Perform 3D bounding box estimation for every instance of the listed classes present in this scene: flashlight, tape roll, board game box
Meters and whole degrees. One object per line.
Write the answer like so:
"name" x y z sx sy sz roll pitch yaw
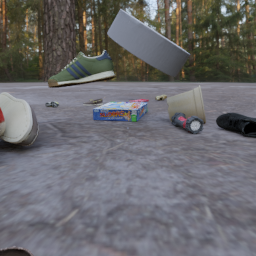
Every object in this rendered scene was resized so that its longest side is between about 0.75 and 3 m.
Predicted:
"flashlight" 1.799 -0.215 8.644 0.518 0.520 1.530 -4 13 -8
"tape roll" 0.602 -2.414 8.014 2.345 0.775 2.345 30 19 -11
"board game box" -0.204 -0.700 11.224 1.691 0.431 2.498 2 12 11

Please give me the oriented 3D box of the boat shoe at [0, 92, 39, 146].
"boat shoe" -2.830 -0.169 7.228 2.828 1.016 0.842 27 -15 49

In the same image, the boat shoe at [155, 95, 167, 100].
"boat shoe" 2.106 -1.821 17.221 0.912 0.327 0.347 -17 33 -34

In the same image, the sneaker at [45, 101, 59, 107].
"sneaker" -3.740 -1.191 14.015 0.764 0.298 0.345 5 10 25

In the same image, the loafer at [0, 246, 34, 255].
"loafer" -0.809 1.178 1.608 0.611 0.594 1.674 -2 12 -11

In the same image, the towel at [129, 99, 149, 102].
"towel" 0.644 -1.598 16.460 0.732 0.114 1.013 10 15 43

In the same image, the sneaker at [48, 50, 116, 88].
"sneaker" -1.432 -1.791 8.387 2.047 0.919 0.686 -9 3 5

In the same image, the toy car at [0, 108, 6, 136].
"toy car" -3.922 -0.822 5.620 2.326 2.630 2.424 -13 11 -25

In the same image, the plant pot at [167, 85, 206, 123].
"plant pot" 2.020 -0.729 9.808 1.202 1.314 1.314 -9 9 15

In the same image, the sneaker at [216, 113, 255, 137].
"sneaker" 3.317 -0.087 7.925 1.826 0.548 0.953 11 11 32

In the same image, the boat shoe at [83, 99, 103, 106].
"boat shoe" -1.844 -1.356 14.703 1.117 0.332 0.401 -6 13 -29
